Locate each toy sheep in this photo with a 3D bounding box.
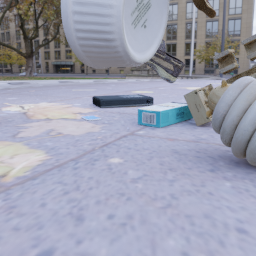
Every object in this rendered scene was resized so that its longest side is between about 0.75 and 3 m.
[{"bbox_3d":[2.477,-0.071,4.990,1.718,1.718,2.493,-12,36,-43],"label":"toy sheep"}]

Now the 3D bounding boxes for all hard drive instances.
[{"bbox_3d":[-0.298,-1.336,13.614,2.590,0.426,1.807,-4,13,-18],"label":"hard drive"}]

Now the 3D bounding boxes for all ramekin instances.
[{"bbox_3d":[-0.076,-2.152,5.138,1.058,2.272,2.272,18,19,26],"label":"ramekin"}]

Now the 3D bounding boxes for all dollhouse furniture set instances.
[{"bbox_3d":[3.322,-1.150,8.505,2.621,2.297,1.741,-24,-2,34],"label":"dollhouse furniture set"}]

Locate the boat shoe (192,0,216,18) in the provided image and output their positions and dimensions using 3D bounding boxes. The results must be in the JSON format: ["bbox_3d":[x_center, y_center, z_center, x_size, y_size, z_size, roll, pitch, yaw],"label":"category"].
[{"bbox_3d":[2.335,-3.746,8.558,0.919,0.331,0.331,37,38,-7],"label":"boat shoe"}]

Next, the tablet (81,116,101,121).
[{"bbox_3d":[-1.311,-0.349,9.878,0.511,0.054,0.785,-6,13,-27],"label":"tablet"}]

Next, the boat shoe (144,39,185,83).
[{"bbox_3d":[0.846,-2.657,9.612,2.748,1.007,1.024,31,21,-29],"label":"boat shoe"}]

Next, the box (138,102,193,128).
[{"bbox_3d":[1.301,-0.477,9.302,0.888,0.530,2.158,10,15,39],"label":"box"}]
